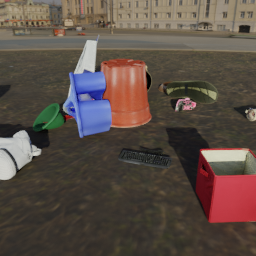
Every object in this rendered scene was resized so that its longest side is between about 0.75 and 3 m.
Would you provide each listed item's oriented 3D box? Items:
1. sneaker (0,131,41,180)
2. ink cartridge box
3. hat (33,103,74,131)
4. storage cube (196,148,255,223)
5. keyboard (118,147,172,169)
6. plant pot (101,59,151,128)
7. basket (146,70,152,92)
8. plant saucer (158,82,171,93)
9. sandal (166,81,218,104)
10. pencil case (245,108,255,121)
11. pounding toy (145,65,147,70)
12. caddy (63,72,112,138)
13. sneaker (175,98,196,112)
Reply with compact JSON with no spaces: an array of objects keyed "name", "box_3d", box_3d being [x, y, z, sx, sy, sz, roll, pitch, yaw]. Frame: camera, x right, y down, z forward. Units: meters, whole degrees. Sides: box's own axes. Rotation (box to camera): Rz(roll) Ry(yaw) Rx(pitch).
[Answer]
[{"name":"sneaker","box_3d":[-3.956,0.644,8.594,2.565,0.964,1.474,18,28,25]},{"name":"ink cartridge box","box_3d":[-2.094,-2.595,12.811,0.542,2.666,2.671,17,48,-19]},{"name":"hat","box_3d":[-2.780,-0.124,11.328,1.572,1.384,1.302,-50,37,-9]},{"name":"storage cube","box_3d":[2.374,1.312,6.587,1.421,1.277,1.214,-2,24,-2]},{"name":"keyboard","box_3d":[0.602,0.896,8.959,1.636,0.169,1.040,8,25,17]},{"name":"plant pot","box_3d":[-0.189,-1.591,11.889,2.458,2.390,2.458,0,23,0]},{"name":"basket","box_3d":[0.548,-2.548,15.307,1.931,1.456,2.142,-27,10,20]},{"name":"plant saucer","box_3d":[2.699,-2.406,16.379,1.851,0.339,1.851,0,23,0]},{"name":"sandal","box_3d":[3.332,-1.950,14.503,2.760,1.096,0.788,15,14,32]},{"name":"pencil case","box_3d":[5.782,-0.662,12.062,1.343,0.523,0.601,-8,52,-17]},{"name":"pounding toy","box_3d":[0.737,-3.762,18.945,1.287,0.993,0.597,11,47,35]},{"name":"caddy","box_3d":[-1.490,-0.780,9.688,1.493,2.011,2.844,-10,-10,-10]},{"name":"sneaker","box_3d":[2.725,-1.036,13.095,0.641,0.531,1.345,30,37,30]}]
